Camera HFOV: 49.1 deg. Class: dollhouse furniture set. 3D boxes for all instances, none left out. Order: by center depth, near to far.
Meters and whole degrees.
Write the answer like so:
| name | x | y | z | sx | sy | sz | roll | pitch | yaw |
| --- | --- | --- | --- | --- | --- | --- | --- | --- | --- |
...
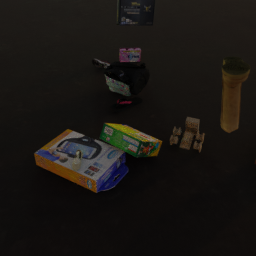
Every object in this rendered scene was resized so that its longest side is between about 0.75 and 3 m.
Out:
| name | x | y | z | sx | sy | sz | roll | pitch | yaw |
| --- | --- | --- | --- | --- | --- | --- | --- | --- | --- |
| dollhouse furniture set | 2.370 | 0.335 | 10.926 | 1.160 | 0.821 | 1.262 | 13 | 57 | 20 |

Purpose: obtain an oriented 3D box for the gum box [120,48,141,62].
| name | x | y | z | sx | sy | sz | roll | pitch | yaw |
| --- | --- | --- | --- | --- | --- | --- | --- | --- | --- |
| gum box | 0.154 | -4.738 | 18.139 | 1.385 | 0.786 | 0.458 | -2 | 34 | -3 |

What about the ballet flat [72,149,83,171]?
| name | x | y | z | sx | sy | sz | roll | pitch | yaw |
| --- | --- | --- | --- | --- | --- | --- | --- | --- | --- |
| ballet flat | -1.641 | 1.006 | 9.063 | 0.298 | 0.298 | 0.858 | 0 | 35 | 1 |

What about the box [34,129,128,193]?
| name | x | y | z | sx | sy | sz | roll | pitch | yaw |
| --- | --- | --- | --- | --- | --- | --- | --- | --- | --- |
| box | -1.506 | 1.083 | 9.708 | 2.997 | 0.622 | 1.784 | 16 | 37 | 26 |

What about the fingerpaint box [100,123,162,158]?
| name | x | y | z | sx | sy | sz | roll | pitch | yaw |
| --- | --- | --- | --- | --- | --- | --- | --- | --- | --- |
| fingerpaint box | 0.111 | 0.437 | 10.104 | 1.738 | 0.637 | 1.450 | 25 | 11 | 31 |

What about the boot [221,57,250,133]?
| name | x | y | z | sx | sy | sz | roll | pitch | yaw |
| --- | --- | --- | --- | --- | --- | --- | --- | --- | --- |
| boot | 3.054 | -0.833 | 8.131 | 0.704 | 2.130 | 1.865 | 4 | 27 | 19 |

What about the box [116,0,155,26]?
| name | x | y | z | sx | sy | sz | roll | pitch | yaw |
| --- | --- | --- | --- | --- | --- | --- | --- | --- | --- |
| box | 0.322 | -4.992 | 11.799 | 1.610 | 1.270 | 0.411 | -8 | 27 | -22 |

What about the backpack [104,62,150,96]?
| name | x | y | z | sx | sy | sz | roll | pitch | yaw |
| --- | --- | --- | --- | --- | --- | --- | --- | --- | --- |
| backpack | -0.182 | -2.503 | 14.239 | 2.160 | 1.367 | 1.803 | 19 | 49 | 27 |

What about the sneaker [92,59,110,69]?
| name | x | y | z | sx | sy | sz | roll | pitch | yaw |
| --- | --- | --- | --- | --- | --- | --- | --- | --- | --- |
| sneaker | -1.596 | -4.044 | 17.500 | 1.221 | 0.462 | 0.705 | 26 | 36 | 17 |

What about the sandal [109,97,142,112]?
| name | x | y | z | sx | sy | sz | roll | pitch | yaw |
| --- | --- | --- | --- | --- | --- | --- | --- | --- | --- |
| sandal | -0.116 | -1.228 | 13.272 | 1.883 | 0.424 | 0.707 | -25 | 41 | -32 |
